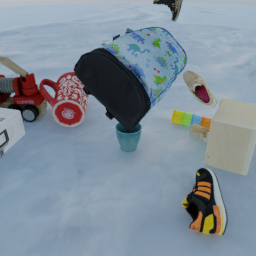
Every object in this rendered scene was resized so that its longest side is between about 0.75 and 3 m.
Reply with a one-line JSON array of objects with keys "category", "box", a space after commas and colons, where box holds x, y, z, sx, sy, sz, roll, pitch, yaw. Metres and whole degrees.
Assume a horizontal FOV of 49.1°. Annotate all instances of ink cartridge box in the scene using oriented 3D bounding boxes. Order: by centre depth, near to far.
[{"category": "ink cartridge box", "box": [-4.780, 0.424, 8.602, 1.706, 0.997, 2.940, 8, 31, 13]}]

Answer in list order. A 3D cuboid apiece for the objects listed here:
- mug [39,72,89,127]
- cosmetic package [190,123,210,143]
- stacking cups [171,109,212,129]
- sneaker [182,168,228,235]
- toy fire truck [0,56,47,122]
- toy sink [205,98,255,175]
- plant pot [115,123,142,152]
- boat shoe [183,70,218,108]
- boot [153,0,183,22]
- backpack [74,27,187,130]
[{"category": "mug", "box": [-2.435, -1.063, 10.871, 1.915, 1.439, 2.157, -5, 35, -3]}, {"category": "cosmetic package", "box": [2.524, 0.179, 9.630, 0.768, 0.404, 0.273, 25, 38, 38]}, {"category": "stacking cups", "box": [2.511, -0.237, 10.280, 1.779, 0.538, 0.538, 16, 34, 20]}, {"category": "sneaker", "box": [1.733, 1.655, 6.806, 0.897, 0.698, 1.995, 3, 32, -1]}, {"category": "toy fire truck", "box": [-4.441, -1.580, 10.412, 2.309, 2.624, 1.688, 3, 30, 5]}, {"category": "toy sink", "box": [3.339, 0.044, 8.732, 1.329, 1.546, 2.371, 15, 35, 25]}, {"category": "plant pot", "box": [0.015, 0.300, 9.031, 0.843, 0.792, 0.843, 0, 31, 0]}, {"category": "boat shoe", "box": [1.797, -1.042, 7.147, 0.422, 0.450, 1.220, 4, 45, -56]}, {"category": "boot", "box": [1.361, -4.287, 9.656, 0.969, 1.287, 0.471, 13, 70, 4]}, {"category": "backpack", "box": [0.329, -1.515, 7.313, 2.166, 2.041, 2.655, 48, 32, 7]}]
